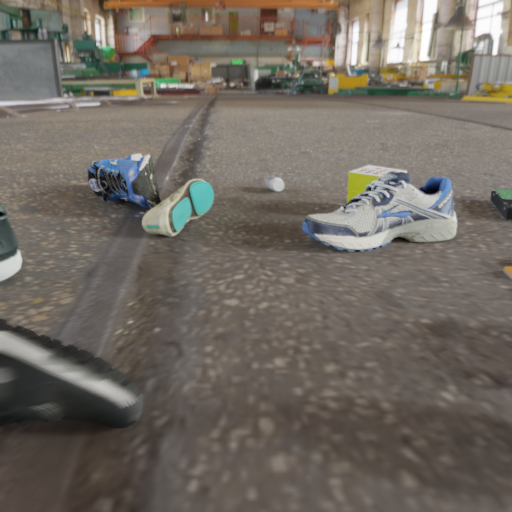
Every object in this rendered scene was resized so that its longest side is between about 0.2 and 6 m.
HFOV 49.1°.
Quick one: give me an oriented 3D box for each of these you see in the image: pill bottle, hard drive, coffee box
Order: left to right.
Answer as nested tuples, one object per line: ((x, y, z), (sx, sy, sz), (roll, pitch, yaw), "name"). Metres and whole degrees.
((0.483, -1.806, 14.080), (0.349, 0.349, 0.613), (-5, 16, -13), "pill bottle")
((2.590, -1.370, 12.068), (0.941, 0.943, 0.932), (15, 25, 36), "coffee box")
((5.934, -1.112, 12.260), (1.243, 0.337, 1.779), (4, 21, 10), "hard drive")

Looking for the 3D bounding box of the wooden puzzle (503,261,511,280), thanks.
((5.172, 0.457, 8.120), (2.955, 0.208, 1.752), (10, 22, 26), "wooden puzzle")

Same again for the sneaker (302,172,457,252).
((2.275, -0.923, 10.315), (3.081, 1.313, 1.187), (-8, 21, -18), "sneaker")

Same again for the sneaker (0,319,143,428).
((-2.464, 1.231, 5.159), (2.765, 1.210, 1.047), (22, -9, -2), "sneaker")

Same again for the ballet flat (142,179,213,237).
((-1.599, -1.042, 11.454), (0.759, 0.821, 2.433), (-4, 18, 17), "ballet flat")

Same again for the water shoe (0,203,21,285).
((-5.268, -0.276, 8.485), (3.373, 1.331, 1.206), (0, 20, 0), "water shoe")

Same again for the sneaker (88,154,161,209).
((-3.025, -1.622, 12.733), (1.414, 1.246, 3.172), (-14, 15, -17), "sneaker")
